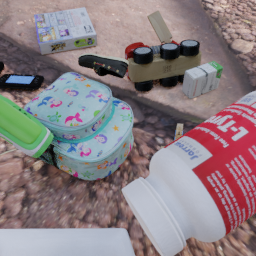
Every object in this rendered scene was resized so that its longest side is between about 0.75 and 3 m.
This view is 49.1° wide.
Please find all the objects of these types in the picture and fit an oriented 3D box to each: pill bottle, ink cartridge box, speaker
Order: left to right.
[{"bbox_3d":[-2.458,-0.085,5.947,1.695,0.749,0.749,40,46,-21],"label":"speaker"},{"bbox_3d":[2.496,-1.624,9.481,1.234,0.904,0.512,-22,50,-20],"label":"ink cartridge box"},{"bbox_3d":[1.308,0.672,4.165,2.656,1.491,1.491,-31,54,-11],"label":"pill bottle"}]

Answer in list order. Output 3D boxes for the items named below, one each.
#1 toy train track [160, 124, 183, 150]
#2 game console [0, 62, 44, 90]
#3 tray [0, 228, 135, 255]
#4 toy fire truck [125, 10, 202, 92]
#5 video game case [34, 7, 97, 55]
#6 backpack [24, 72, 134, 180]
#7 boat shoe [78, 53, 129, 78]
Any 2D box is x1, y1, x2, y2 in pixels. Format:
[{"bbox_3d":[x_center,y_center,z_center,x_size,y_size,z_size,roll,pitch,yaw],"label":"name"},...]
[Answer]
[{"bbox_3d":[1.435,0.465,8.045,0.902,0.256,1.572,4,42,13],"label":"toy train track"},{"bbox_3d":[-4.408,-1.783,10.009,2.833,0.342,1.671,4,48,3],"label":"game console"},{"bbox_3d":[-1.196,2.599,5.319,2.875,0.319,1.544,8,27,-21],"label":"tray"},{"bbox_3d":[1.006,-2.947,10.289,2.535,1.853,2.880,-12,37,-10],"label":"toy fire truck"},{"bbox_3d":[-2.729,-4.242,12.083,2.328,0.584,2.568,-12,49,-11],"label":"video game case"},{"bbox_3d":[-1.197,-0.047,7.406,2.711,2.041,2.406,28,54,17],"label":"backpack"},{"bbox_3d":[-0.783,-1.781,8.055,1.639,0.600,0.514,14,82,23],"label":"boat shoe"}]
